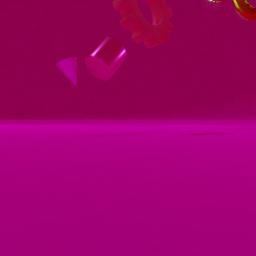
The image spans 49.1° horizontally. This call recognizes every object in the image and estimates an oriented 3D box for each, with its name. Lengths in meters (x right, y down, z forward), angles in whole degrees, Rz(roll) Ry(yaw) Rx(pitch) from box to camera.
[{"bbox_3d":[0.338,-2.358,5.548,1.471,1.471,0.272,-2,-8,-45],"label":"gear"},{"bbox_3d":[-2.498,-2.404,12.437,1.123,1.127,1.123,-19,0,0],"label":"cone"},{"bbox_3d":[2.760,-3.327,6.692,1.776,1.898,0.877,0,-41,6],"label":"knot shape"},{"bbox_3d":[-0.974,-3.065,12.409,1.379,1.379,1.379,28,-26,15],"label":"cylinder"}]
